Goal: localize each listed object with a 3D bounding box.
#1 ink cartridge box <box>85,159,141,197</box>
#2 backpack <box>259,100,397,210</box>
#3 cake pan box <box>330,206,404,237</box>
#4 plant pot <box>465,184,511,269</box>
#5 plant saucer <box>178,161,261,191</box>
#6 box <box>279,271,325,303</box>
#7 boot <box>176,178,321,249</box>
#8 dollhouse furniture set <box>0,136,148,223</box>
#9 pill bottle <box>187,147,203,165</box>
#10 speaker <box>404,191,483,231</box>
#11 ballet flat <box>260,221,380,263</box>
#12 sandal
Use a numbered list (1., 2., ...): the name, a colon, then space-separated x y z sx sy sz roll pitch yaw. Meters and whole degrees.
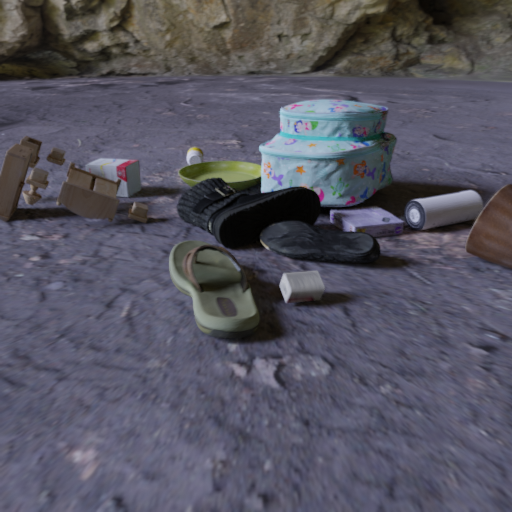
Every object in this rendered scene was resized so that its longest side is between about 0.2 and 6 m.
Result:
1. ink cartridge box: -3.650 -2.015 14.370 1.119 0.813 0.810 5 23 12
2. backpack: 1.667 -2.391 13.381 2.978 2.525 3.354 11 30 26
3. cake pan box: 2.328 -0.737 11.958 1.151 0.327 1.250 -5 23 -18
4. plant pot: 4.740 -0.276 9.763 1.423 1.423 1.523 -22 48 -42
5. plant saucer: -0.910 -2.156 15.305 2.410 0.374 2.410 0 23 0
6. box: 0.714 0.483 8.742 0.587 0.320 0.376 -3 48 -19
7. boot: -0.172 -1.073 11.864 2.638 0.993 1.972 -13 26 -27
8. dollhouse furniture set: -4.263 -1.297 13.107 3.174 1.550 2.707 19 18 -18
9. pill bottle: -1.871 -3.006 17.175 0.510 0.510 0.916 -2 24 -4
10. speaker: 4.061 -0.982 12.096 1.664 0.676 0.676 -11 25 -24
11. ballet flat: 1.143 -0.162 10.454 2.338 0.664 0.777 9 65 25
12. sandal: -0.622 0.296 8.780 1.157 0.831 2.913 -8 24 -18
